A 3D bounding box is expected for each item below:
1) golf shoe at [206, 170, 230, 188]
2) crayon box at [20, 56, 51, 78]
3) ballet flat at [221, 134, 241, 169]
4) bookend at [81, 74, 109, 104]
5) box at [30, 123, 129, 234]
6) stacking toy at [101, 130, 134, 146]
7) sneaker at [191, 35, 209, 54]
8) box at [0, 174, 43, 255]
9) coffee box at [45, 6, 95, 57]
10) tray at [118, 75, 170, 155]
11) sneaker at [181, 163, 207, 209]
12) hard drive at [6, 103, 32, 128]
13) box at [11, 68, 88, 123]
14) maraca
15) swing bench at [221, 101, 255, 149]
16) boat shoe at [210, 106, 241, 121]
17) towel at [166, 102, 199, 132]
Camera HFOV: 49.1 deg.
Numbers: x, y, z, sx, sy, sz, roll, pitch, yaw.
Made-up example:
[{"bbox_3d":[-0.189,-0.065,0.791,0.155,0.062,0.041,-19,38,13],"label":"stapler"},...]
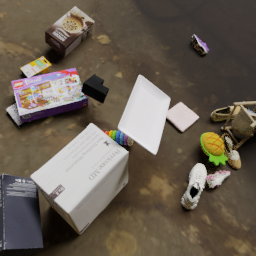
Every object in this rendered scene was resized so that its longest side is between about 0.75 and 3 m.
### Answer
[{"bbox_3d":[3.334,1.875,10.317,1.058,0.398,0.484,-14,95,-23],"label":"golf shoe"},{"bbox_3d":[-4.313,-2.787,13.224,1.249,0.322,0.785,-36,65,-20],"label":"crayon box"},{"bbox_3d":[3.965,0.870,10.846,0.501,0.460,1.459,-13,59,-8],"label":"ballet flat"},{"bbox_3d":[-1.191,-1.607,11.347,1.034,0.479,1.040,28,36,3],"label":"bookend"},{"bbox_3d":[-1.373,1.690,9.087,1.657,2.535,2.521,36,63,20],"label":"box"},{"bbox_3d":[-0.550,0.339,11.162,1.514,0.646,0.646,5,58,11],"label":"stacking toy"},{"bbox_3d":[3.619,-4.197,14.116,0.512,0.495,1.228,-19,67,-29],"label":"sneaker"},{"bbox_3d":[-3.829,2.911,8.440,2.352,1.224,2.141,-34,54,27],"label":"box"},{"bbox_3d":[-2.891,-4.794,13.944,1.283,0.906,2.270,37,64,-1],"label":"coffee box"},{"bbox_3d":[0.562,-0.485,9.304,1.507,0.311,2.806,36,45,-16],"label":"tray"},{"bbox_3d":[2.448,1.997,9.999,0.665,0.718,1.770,18,58,13],"label":"sneaker"},{"bbox_3d":[-4.567,-0.618,11.924,0.788,0.213,1.127,-36,64,-21],"label":"hard drive"},{"bbox_3d":[-3.365,-1.476,12.124,2.860,0.559,1.957,-16,59,-16],"label":"box"},{"bbox_3d":[3.281,0.786,10.723,0.977,0.762,1.425,-2,58,-18],"label":"maraca"},{"bbox_3d":[4.857,-0.292,10.794,1.792,1.782,1.163,-19,60,-12],"label":"swing bench"},{"bbox_3d":[4.248,-0.676,11.743,1.524,0.580,0.546,-16,59,-10],"label":"boat shoe"},{"bbox_3d":[2.255,-0.479,11.862,1.070,0.181,1.120,-35,64,-21],"label":"towel"}]
